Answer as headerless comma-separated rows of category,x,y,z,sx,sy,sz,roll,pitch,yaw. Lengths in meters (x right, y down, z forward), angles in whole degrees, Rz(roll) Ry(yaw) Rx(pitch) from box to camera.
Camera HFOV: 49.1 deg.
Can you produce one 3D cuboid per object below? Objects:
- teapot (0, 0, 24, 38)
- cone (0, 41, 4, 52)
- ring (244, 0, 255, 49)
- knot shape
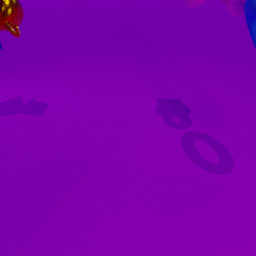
teapot,-2.548,-2.424,5.783,1.384,0.861,0.678,62,19,16
cone,-3.358,-2.446,6.281,1.183,1.187,1.183,9,6,-1
ring,2.052,-1.144,3.895,0.316,1.580,1.580,-24,23,20
knot shape,1.679,-2.680,4.758,0.874,1.892,1.770,7,54,-10
